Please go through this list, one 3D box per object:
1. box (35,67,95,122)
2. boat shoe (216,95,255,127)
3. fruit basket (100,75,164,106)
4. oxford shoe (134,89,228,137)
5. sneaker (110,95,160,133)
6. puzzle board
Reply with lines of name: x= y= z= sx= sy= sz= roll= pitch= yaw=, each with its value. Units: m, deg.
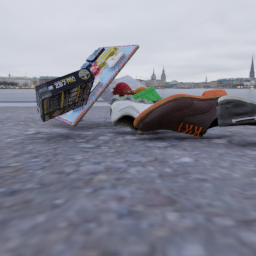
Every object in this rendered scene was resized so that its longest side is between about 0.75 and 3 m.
box: x=-1.405 y=-0.694 z=6.197 sx=1.183 sy=0.360 sz=1.467 roll=-28 pitch=-8 yaw=-21
boat shoe: x=2.681 y=-0.150 z=5.331 sx=2.047 sy=0.583 sz=0.684 roll=9 pitch=-10 yaw=0
fruit basket: x=0.056 y=-0.977 z=9.090 sx=1.941 sy=0.910 sz=1.797 roll=34 pitch=44 yaw=28
oxford shoe: x=1.277 y=-0.210 z=5.960 sx=2.322 sy=0.842 sz=0.827 roll=-14 pitch=-26 yaw=-14
sneaker: x=0.568 y=-0.207 z=6.831 sx=2.054 sy=0.761 sz=0.909 roll=4 pitch=52 yaw=0
puzzle board: x=-1.198 y=-1.418 z=8.324 sx=2.223 sy=2.950 sz=0.257 roll=17 pitch=-24 yaw=53
